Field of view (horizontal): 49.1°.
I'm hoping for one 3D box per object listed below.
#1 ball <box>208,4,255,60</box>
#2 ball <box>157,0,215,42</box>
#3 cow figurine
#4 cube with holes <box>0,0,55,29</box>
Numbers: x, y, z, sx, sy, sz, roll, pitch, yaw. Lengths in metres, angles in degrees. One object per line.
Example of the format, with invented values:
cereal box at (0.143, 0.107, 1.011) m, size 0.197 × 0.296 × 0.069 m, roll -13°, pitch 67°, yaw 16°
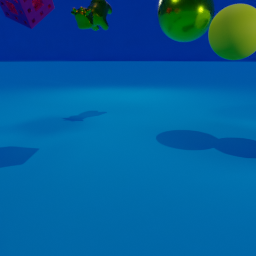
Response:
ball at (2.412, -2.127, 6.254) m, size 1.186 × 1.186 × 1.186 m, roll 0°, pitch 15°, yaw 0°
ball at (1.422, -2.842, 6.917) m, size 1.380 × 1.380 × 1.380 m, roll 0°, pitch 15°, yaw 0°
cow figurine at (-1.189, -3.878, 9.383) m, size 0.816 × 1.487 × 1.463 m, roll 6°, pitch -15°, yaw 28°
cube with holes at (-2.185, -2.757, 5.893) m, size 0.777 × 0.777 × 0.777 m, roll 29°, pitch 66°, yaw 16°
